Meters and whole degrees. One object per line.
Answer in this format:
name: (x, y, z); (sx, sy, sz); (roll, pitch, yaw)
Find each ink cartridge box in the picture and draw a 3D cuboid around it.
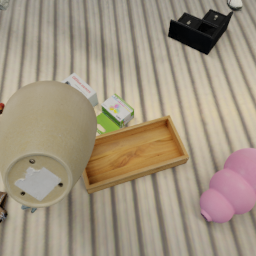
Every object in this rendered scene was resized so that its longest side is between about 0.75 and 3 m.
ink cartridge box: (-0.495, -0.335, 8.154); (1.138, 0.431, 0.841); (-40, 68, -21)
ink cartridge box: (-1.766, -0.789, 8.299); (1.469, 0.615, 1.060); (-40, 68, -20)

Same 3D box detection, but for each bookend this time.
bookend: (2.527, -3.619, 9.802); (1.607, 0.745, 1.617); (32, 65, 16)

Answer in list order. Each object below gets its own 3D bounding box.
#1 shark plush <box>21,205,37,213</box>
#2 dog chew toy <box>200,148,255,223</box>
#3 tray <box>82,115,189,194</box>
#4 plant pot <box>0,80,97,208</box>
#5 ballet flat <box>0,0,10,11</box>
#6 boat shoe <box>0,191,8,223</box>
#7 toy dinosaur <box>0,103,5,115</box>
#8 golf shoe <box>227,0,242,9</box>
shark plush: (-2.247, 1.806, 7.010); (0.833, 0.347, 0.378); (-24, 64, -13)
dog chew toy: (2.598, 1.451, 6.752); (2.098, 1.307, 1.307); (-39, 68, -10)
tray: (0.078, 0.678, 7.561); (2.754, 0.510, 1.359); (-16, 63, -8)
plant pot: (-1.462, 0.376, 5.025); (1.973, 1.973, 2.106); (-11, 25, -6)
ballet flat: (-3.259, -4.143, 7.010); (0.778, 2.169, 0.778); (-9, 23, 4)
boat shoe: (-3.186, 2.089, 6.816); (0.422, 0.421, 1.165); (-4, 61, -4)
toy dinosaur: (-4.353, -0.054, 7.204); (2.558, 1.343, 2.321); (39, 82, 4)
golf shoe: (4.068, -5.093, 10.736); (0.496, 0.566, 1.286); (-8, 63, -6)
